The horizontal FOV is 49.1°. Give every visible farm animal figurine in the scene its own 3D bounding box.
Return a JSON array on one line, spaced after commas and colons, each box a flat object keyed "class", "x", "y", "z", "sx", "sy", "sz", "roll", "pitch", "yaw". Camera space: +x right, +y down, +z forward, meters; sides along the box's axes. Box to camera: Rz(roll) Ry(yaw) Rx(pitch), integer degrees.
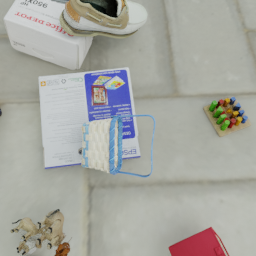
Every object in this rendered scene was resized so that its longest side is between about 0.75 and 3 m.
[{"class": "farm animal figurine", "x": -1.721, "y": 2.253, "z": 5.780, "sx": 1.334, "sy": 0.671, "sz": 1.077, "roll": -23, "pitch": 96, "yaw": 27}]

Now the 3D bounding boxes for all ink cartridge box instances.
[{"class": "ink cartridge box", "x": -1.924, "y": -3.446, "z": 8.258, "sx": 2.107, "sy": 1.227, "sz": 2.914, "roll": 18, "pitch": 65, "yaw": -2}, {"class": "ink cartridge box", "x": -1.000, "y": -0.260, "z": 7.150, "sx": 2.371, "sy": 0.564, "sz": 2.399, "roll": -6, "pitch": 80, "yaw": -4}]

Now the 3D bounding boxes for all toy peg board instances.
[{"class": "toy peg board", "x": 2.647, "y": -0.394, "z": 7.336, "sx": 0.945, "sy": 0.464, "sz": 0.949, "roll": -19, "pitch": 66, "yaw": -9}]

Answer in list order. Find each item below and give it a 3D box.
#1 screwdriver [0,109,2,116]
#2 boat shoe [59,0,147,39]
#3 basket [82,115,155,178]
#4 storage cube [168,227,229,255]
[{"class": "screwdriver", "x": -4.575, "y": -0.212, "z": 7.335, "sx": 2.488, "sy": 0.347, "sz": 0.362, "roll": -9, "pitch": 92, "yaw": -3}, {"class": "boat shoe", "x": -0.396, "y": -3.022, "z": 7.381, "sx": 2.752, "sy": 0.941, "sz": 1.028, "roll": -24, "pitch": 84, "yaw": -39}, {"class": "basket", "x": -0.201, "y": 0.344, "z": 6.160, "sx": 1.558, "sy": 1.084, "sz": 1.374, "roll": 6, "pitch": 97, "yaw": 12}, {"class": "storage cube", "x": 1.480, "y": 2.625, "z": 5.341, "sx": 0.951, "sy": 0.904, "sz": 1.058, "roll": -29, "pitch": 47, "yaw": 9}]
